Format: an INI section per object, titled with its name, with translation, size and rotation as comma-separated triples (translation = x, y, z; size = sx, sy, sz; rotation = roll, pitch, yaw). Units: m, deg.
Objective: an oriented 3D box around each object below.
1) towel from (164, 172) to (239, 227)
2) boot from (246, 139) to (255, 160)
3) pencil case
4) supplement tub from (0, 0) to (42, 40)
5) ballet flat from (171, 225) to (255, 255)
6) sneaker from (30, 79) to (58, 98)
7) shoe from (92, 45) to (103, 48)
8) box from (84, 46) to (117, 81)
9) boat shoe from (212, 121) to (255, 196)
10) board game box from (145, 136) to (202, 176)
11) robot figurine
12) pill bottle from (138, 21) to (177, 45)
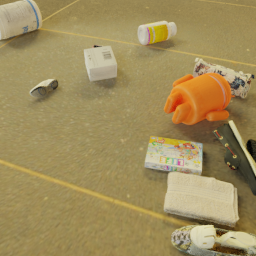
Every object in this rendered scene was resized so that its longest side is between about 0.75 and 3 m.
[towel]
translation = 2.273, 2.166, 8.717
size = 2.213, 0.382, 1.466
rotation = 9, 43, 10
[boot]
translation = 4.939, 0.529, 10.317
size = 1.189, 0.598, 1.590
rotation = 3, 43, 3
[pencil case]
translation = 4.321, -2.389, 13.015
size = 2.744, 1.227, 1.067
rotation = 27, 50, 27
[supplement tub]
translation = -6.915, -6.682, 17.186
size = 2.781, 1.835, 1.835
rotation = -32, 51, -29
[ballet flat]
translation = 2.442, 2.983, 7.495
size = 2.513, 0.904, 0.904
rotation = 8, 43, 9
[sneaker]
translation = -3.963, -1.856, 13.044
size = 0.649, 0.555, 1.489
rotation = 17, 37, 34
[shoe]
translation = -1.306, -3.819, 14.874
size = 0.609, 0.775, 1.704
rotation = -34, 53, -31
[box]
translation = -1.358, -3.198, 13.872
size = 1.393, 0.911, 1.386
rotation = -12, 60, -11
[boat shoe]
translation = 3.792, 1.066, 9.580
size = 0.901, 1.052, 2.877
rotation = -29, 50, 18
[board game box]
translation = 1.656, 0.970, 10.034
size = 1.935, 0.331, 1.301
rotation = 8, 43, 8
[robot figurine]
translation = 2.936, -1.190, 11.375
size = 2.981, 1.738, 2.144
rotation = -24, 23, -22
[pill bottle]
translation = 1.757, -5.691, 16.642
size = 2.175, 1.134, 1.134
rotation = -17, 45, -17
